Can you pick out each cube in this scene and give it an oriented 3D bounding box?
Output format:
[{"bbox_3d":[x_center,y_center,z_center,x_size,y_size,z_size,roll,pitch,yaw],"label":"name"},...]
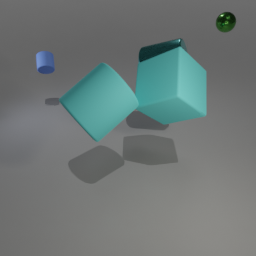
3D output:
[{"bbox_3d":[1.168,-1.055,7.572,1.400,1.400,1.400,-12,-26,40],"label":"cube"}]

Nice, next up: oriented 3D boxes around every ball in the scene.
[{"bbox_3d":[3.518,-3.802,10.072,0.700,0.700,0.700,0,31,0],"label":"ball"}]

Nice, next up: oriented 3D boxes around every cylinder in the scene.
[{"bbox_3d":[-0.702,-0.618,6.855,1.400,1.400,1.400,-42,41,-5],"label":"cylinder"},{"bbox_3d":[1.240,-2.161,9.427,1.400,1.400,1.400,-6,27,23],"label":"cylinder"},{"bbox_3d":[-3.435,-2.716,11.656,0.700,0.700,0.700,-6,73,-10],"label":"cylinder"}]
